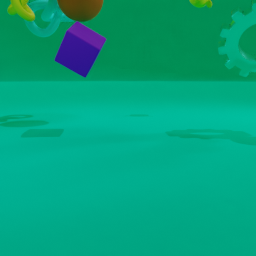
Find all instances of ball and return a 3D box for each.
[{"bbox_3d":[-1.335,-3.648,7.817,1.288,1.288,1.288,0,10,0],"label":"ball"}]

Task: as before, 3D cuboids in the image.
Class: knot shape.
[{"bbox_3d":[-2.512,-3.622,8.932,1.603,0.792,1.713,-35,-9,-4],"label":"knot shape"},{"bbox_3d":[-2.522,-2.985,6.459,0.521,1.127,1.054,-15,13,-27],"label":"knot shape"}]

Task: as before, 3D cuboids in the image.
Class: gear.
[{"bbox_3d":[3.094,-2.068,6.563,1.840,1.840,0.340,3,42,17],"label":"gear"}]

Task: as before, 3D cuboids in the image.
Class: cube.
[{"bbox_3d":[-1.125,-1.882,6.704,0.830,0.830,0.830,28,34,-11],"label":"cube"}]

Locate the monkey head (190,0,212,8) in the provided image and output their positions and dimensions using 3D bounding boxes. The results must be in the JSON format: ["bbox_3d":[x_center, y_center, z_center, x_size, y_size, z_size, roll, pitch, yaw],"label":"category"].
[{"bbox_3d":[2.447,-4.467,9.441,1.018,0.732,0.613,32,27,1],"label":"monkey head"}]
